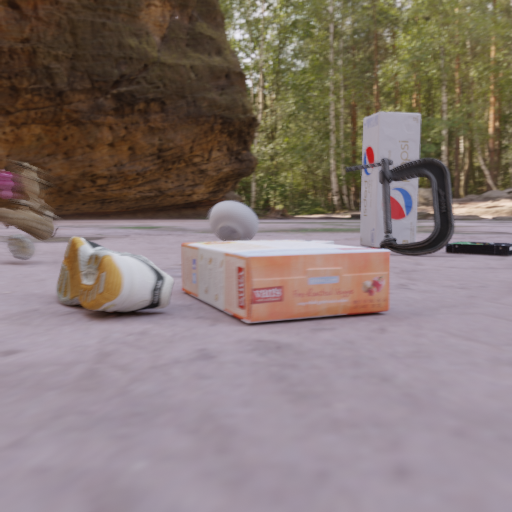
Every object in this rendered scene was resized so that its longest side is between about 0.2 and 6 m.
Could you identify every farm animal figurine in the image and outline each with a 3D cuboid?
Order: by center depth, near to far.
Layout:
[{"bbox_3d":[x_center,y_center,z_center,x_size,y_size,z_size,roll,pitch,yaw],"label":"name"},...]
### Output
[{"bbox_3d":[-3.943,-0.730,9.431,1.371,1.355,0.715,-51,4,-32],"label":"farm animal figurine"}]

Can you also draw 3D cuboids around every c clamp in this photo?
[{"bbox_3d":[2.923,-1.025,11.298,2.067,2.419,0.328,-15,-29,24],"label":"c clamp"}]

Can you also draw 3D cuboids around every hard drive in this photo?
[{"bbox_3d":[4.576,-0.149,11.320,1.226,0.232,0.857,5,7,39],"label":"hard drive"}]

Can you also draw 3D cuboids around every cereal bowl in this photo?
[{"bbox_3d":[-0.610,-0.733,14.036,1.271,1.271,0.529,2,46,20],"label":"cereal bowl"}]

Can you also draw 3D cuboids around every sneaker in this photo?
[{"bbox_3d":[-1.349,0.235,5.230,0.742,0.640,1.692,12,3,-34],"label":"sneaker"}]

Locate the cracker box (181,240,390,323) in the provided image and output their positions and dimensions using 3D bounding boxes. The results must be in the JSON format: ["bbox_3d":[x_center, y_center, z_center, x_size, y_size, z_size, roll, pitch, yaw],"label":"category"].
[{"bbox_3d":[0.165,0.169,5.361,1.324,0.570,1.977,-2,4,-22],"label":"cracker box"}]

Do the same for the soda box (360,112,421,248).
[{"bbox_3d":[3.081,-1.712,12.958,1.039,3.051,0.971,0,5,-11],"label":"soda box"}]

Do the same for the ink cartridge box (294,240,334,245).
[{"bbox_3d":[0.758,-0.058,9.260,0.912,0.382,0.661,3,5,29],"label":"ink cartridge box"}]
